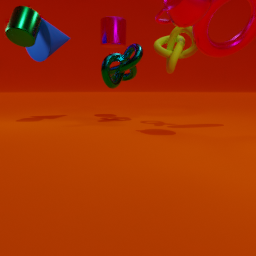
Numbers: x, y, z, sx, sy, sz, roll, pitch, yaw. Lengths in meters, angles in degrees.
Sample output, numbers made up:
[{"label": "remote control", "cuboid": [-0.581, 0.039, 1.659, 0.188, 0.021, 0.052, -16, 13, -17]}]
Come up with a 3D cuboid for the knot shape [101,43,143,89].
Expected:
[{"label": "knot shape", "cuboid": [-0.138, -2.259, 9.964, 0.865, 1.751, 1.871, 47, 18, 7]}]

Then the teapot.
[{"label": "teapot", "cuboid": [1.256, -2.767, 5.912, 0.854, 1.084, 1.744, 23, -36, -33]}]

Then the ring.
[{"label": "ring", "cuboid": [2.668, -2.792, 7.357, 2.058, 2.058, 0.412, -3, 45, -18]}]

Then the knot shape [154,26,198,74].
[{"label": "knot shape", "cuboid": [1.353, -2.433, 8.400, 0.659, 1.427, 1.335, 19, 21, -40]}]

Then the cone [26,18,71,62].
[{"label": "cone", "cuboid": [-2.751, -3.332, 10.460, 1.567, 1.567, 1.572, 6, 19, 37]}]

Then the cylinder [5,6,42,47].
[{"label": "cylinder", "cuboid": [-3.350, -3.252, 9.025, 0.920, 0.920, 0.920, 6, -23, 3]}]

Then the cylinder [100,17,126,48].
[{"label": "cylinder", "cuboid": [-0.558, -3.616, 10.663, 0.980, 0.980, 0.980, 1, 8, 0]}]
